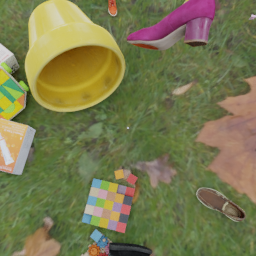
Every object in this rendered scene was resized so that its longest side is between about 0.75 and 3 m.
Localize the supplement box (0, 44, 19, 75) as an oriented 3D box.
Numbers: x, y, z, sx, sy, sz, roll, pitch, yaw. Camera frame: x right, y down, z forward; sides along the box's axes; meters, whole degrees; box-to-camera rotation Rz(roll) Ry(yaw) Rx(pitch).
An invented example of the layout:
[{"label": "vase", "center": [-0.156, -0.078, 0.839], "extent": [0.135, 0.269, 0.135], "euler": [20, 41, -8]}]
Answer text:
[{"label": "supplement box", "center": [-5.374, -2.576, 9.720], "extent": [2.577, 0.948, 1.624], "euler": [40, 73, 5]}]

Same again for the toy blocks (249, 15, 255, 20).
[{"label": "toy blocks", "center": [5.727, -3.965, 9.511], "extent": [2.238, 2.485, 2.659], "euler": [11, 81, -1]}]

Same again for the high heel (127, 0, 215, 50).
[{"label": "high heel", "center": [1.018, -2.666, 7.115], "extent": [2.492, 0.840, 1.198], "euler": [11, 94, 38]}]

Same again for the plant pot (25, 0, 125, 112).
[{"label": "plant pot", "center": [-1.953, -2.503, 9.078], "extent": [2.976, 2.976, 2.800], "euler": [-24, 64, -5]}]

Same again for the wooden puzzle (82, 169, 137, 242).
[{"label": "wooden puzzle", "center": [-0.621, 2.497, 9.161], "extent": [1.437, 0.170, 2.423], "euler": [13, 74, 4]}]

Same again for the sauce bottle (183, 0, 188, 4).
[{"label": "sauce bottle", "center": [2.136, -4.408, 10.586], "extent": [0.478, 0.478, 1.477], "euler": [38, 79, 8]}]

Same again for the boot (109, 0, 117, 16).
[{"label": "boot", "center": [-0.606, -4.714, 10.667], "extent": [0.322, 0.460, 0.857], "euler": [-8, 79, -3]}]

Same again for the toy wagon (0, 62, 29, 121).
[{"label": "toy wagon", "center": [-4.560, -1.292, 9.131], "extent": [1.928, 2.484, 0.492], "euler": [-43, 39, -8]}]

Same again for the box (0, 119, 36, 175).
[{"label": "box", "center": [-3.900, 0.638, 9.321], "extent": [1.005, 0.788, 1.616], "euler": [13, 78, 3]}]

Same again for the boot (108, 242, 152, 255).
[{"label": "boot", "center": [-0.001, 4.182, 8.676], "extent": [1.439, 0.541, 1.076], "euler": [6, 79, 0]}]

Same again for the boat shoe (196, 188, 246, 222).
[{"label": "boat shoe", "center": [3.025, 2.426, 9.020], "extent": [1.663, 0.615, 0.614], "euler": [27, 79, 6]}]

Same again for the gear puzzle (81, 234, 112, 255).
[{"label": "gear puzzle", "center": [-1.086, 4.183, 8.846], "extent": [0.822, 0.208, 1.586], "euler": [39, 81, 8]}]
